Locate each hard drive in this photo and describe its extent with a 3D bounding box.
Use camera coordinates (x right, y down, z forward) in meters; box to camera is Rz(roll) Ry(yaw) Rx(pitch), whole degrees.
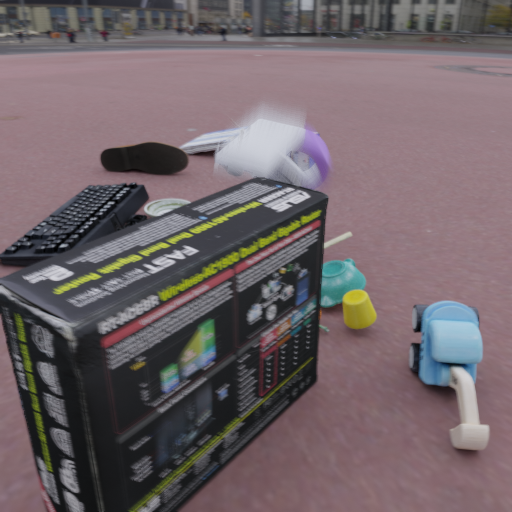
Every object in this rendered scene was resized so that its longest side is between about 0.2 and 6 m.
[{"bbox_3d":[0.076,-1.556,7.905,0.801,0.154,1.214,19,44,23],"label":"hard drive"}]

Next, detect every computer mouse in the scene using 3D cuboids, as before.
[{"bbox_3d":[0.234,-1.669,10.543,0.434,1.085,1.978,0,30,-44],"label":"computer mouse"}]

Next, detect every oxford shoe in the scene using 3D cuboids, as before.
[{"bbox_3d":[-3.132,-2.917,16.274,2.654,0.947,0.946,6,22,14],"label":"oxford shoe"}]

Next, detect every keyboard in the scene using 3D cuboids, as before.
[{"bbox_3d":[-3.587,-0.809,12.412,2.475,0.529,4.122,4,27,8],"label":"keyboard"}]

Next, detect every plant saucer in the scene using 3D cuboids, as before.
[{"bbox_3d":[-2.023,-1.014,13.055,1.144,0.287,1.144,0,27,0],"label":"plant saucer"}]

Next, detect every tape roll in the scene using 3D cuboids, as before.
[{"bbox_3d":[0.752,-1.852,11.074,1.335,1.335,0.438,2,49,4],"label":"tape roll"}]

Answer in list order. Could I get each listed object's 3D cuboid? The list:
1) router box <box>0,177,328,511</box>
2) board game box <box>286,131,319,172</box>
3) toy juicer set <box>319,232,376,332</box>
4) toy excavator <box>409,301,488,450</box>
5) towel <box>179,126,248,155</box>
[{"bbox_3d":[-0.678,0.967,6.153,1.152,2.779,3.709,19,32,33],"label":"router box"},{"bbox_3d":[1.094,-3.130,16.479,1.349,1.076,0.653,15,29,27],"label":"board game box"},{"bbox_3d":[1.112,0.529,9.658,1.542,0.660,2.425,-14,30,8],"label":"toy juicer set"},{"bbox_3d":[2.544,1.444,7.212,0.865,1.685,1.733,3,-2,6],"label":"toy excavator"},{"bbox_3d":[-1.316,-3.840,18.590,1.837,0.298,2.501,-4,22,21],"label":"towel"}]
